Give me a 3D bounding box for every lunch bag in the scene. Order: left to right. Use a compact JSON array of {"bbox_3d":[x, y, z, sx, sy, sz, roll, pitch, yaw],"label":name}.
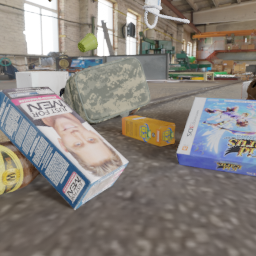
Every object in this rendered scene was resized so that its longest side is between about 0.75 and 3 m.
[{"bbox_3d":[-0.869,-1.234,9.607,2.561,1.784,2.148,-22,9,-22],"label":"lunch bag"}]

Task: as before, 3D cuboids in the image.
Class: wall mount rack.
[{"bbox_3d":[1.114,-3.687,7.757,0.708,1.899,1.650,16,13,37],"label":"wall mount rack"}]

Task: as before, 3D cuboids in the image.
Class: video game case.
[{"bbox_3d":[1.942,0.093,5.233,1.716,0.390,1.555,6,50,26],"label":"video game case"}]

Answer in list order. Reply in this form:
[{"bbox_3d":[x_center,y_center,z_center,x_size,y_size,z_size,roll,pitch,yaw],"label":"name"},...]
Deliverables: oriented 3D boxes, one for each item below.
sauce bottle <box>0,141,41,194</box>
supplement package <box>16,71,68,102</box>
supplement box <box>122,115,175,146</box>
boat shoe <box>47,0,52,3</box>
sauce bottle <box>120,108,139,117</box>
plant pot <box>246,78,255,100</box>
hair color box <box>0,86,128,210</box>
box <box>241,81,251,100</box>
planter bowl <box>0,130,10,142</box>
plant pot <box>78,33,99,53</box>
[{"bbox_3d":[-1.921,0.568,3.959,2.420,0.783,0.783,-11,16,-41],"label":"sauce bottle"},{"bbox_3d":[-3.549,-1.537,11.778,1.276,1.660,1.736,11,16,41],"label":"supplement package"},{"bbox_3d":[0.485,0.040,7.136,0.532,0.515,1.548,-10,15,-38],"label":"supplement box"},{"bbox_3d":[-1.969,-3.622,7.248,0.337,0.374,1.038,-39,6,-19],"label":"boat shoe"},{"bbox_3d":[0.142,-0.923,11.159,0.665,0.665,2.055,4,21,19],"label":"sauce bottle"},{"bbox_3d":[4.179,-0.546,6.641,2.159,2.181,2.181,-9,13,-4],"label":"plant pot"},{"bbox_3d":[-0.994,0.176,4.086,1.876,0.568,0.938,42,28,16],"label":"hair color box"},{"bbox_3d":[4.385,-0.777,8.804,1.107,1.413,2.271,8,14,34],"label":"box"},{"bbox_3d":[-2.597,0.272,5.784,0.925,0.623,0.925,-1,12,0],"label":"planter bowl"},{"bbox_3d":[-1.889,-3.814,12.801,0.791,0.791,0.752,10,41,38],"label":"plant pot"}]
